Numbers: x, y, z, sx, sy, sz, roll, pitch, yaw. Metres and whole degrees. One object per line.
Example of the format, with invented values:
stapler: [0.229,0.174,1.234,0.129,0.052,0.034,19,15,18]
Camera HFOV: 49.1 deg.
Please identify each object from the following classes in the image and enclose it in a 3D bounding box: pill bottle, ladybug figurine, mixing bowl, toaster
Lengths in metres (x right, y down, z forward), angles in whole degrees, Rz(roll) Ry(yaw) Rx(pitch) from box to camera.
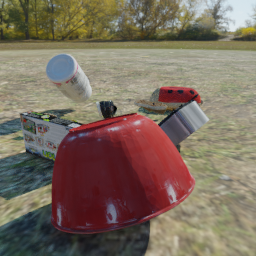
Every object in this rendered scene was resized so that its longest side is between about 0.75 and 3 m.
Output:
pill bottle: [-2.093,-1.735,10.330,1.122,1.122,1.979,5,-18,13]
ladybug figurine: [1.926,-1.229,11.232,2.162,0.778,1.467,5,20,13]
mixing bowl: [-0.235,0.506,4.509,2.369,1.283,2.369,-14,7,2]
toaster: [1.337,-0.108,7.095,0.748,1.260,1.139,52,40,7]

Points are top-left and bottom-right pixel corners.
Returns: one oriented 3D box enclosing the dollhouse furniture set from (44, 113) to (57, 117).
dollhouse furniture set: [-2.516,-0.262,8.613,0.347,0.406,0.784,17,2,23]

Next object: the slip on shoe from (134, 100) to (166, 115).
slip on shoe: [0.754,-0.715,9.704,1.126,0.341,0.428,7,28,-5]

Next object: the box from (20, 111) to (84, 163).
box: [-1.746,0.266,6.549,1.911,1.052,0.332,13,26,32]

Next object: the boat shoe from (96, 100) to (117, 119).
boat shoe: [-0.484,-0.395,7.479,0.467,0.496,1.380,-20,-14,1]

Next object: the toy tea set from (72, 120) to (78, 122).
toy tea set: [-1.545,0.205,7.227,0.338,0.543,0.912,-14,-20,-49]
